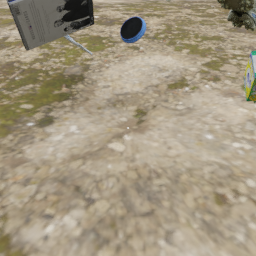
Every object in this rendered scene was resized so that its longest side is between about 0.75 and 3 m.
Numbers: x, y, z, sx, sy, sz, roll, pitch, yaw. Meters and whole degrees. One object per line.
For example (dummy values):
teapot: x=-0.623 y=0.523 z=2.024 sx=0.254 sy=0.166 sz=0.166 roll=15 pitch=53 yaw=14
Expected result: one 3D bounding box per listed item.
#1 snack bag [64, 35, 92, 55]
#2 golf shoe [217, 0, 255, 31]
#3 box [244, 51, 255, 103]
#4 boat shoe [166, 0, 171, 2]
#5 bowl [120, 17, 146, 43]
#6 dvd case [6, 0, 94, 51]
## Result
snack bag: x=-2.151 y=-3.474 z=11.347 sx=1.300 sy=0.139 sz=1.226 roll=35 pitch=6 yaw=19
golf shoe: x=1.749 y=-2.045 z=4.186 sx=0.560 sy=0.695 sz=1.429 roll=27 pitch=9 yaw=25
box: x=2.295 y=-0.894 z=5.105 sx=0.234 sy=0.966 sz=0.567 roll=-3 pitch=66 yaw=14
boat shoe: x=0.994 y=-4.969 z=9.377 sx=0.620 sy=0.512 sz=1.656 roll=-12 pitch=63 yaw=-54
bowl: x=0.141 y=-3.097 z=8.804 sx=0.894 sy=0.894 sz=0.176 roll=26 pitch=-3 yaw=35
dvd case: x=-2.020 y=-3.216 z=7.824 sx=2.272 sy=1.707 sz=0.281 roll=-28 pitch=69 yaw=-16
